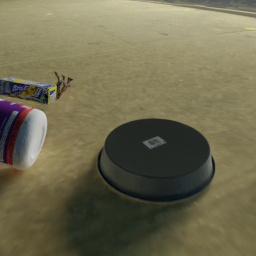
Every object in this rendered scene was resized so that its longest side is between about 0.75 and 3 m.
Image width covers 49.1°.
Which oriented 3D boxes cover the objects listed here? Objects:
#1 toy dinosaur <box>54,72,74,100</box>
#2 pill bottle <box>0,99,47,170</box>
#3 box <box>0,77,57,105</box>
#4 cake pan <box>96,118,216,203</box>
[{"bbox_3d":[-2.320,-1.373,9.602,0.562,0.887,1.309,22,4,1],"label":"toy dinosaur"},{"bbox_3d":[-3.192,-0.040,6.207,2.489,1.400,1.400,17,31,-3],"label":"pill bottle"},{"bbox_3d":[-3.024,-1.145,8.509,1.590,0.511,0.557,12,20,7],"label":"box"},{"bbox_3d":[0.653,0.563,6.585,2.812,0.516,2.812,0,31,0],"label":"cake pan"}]
